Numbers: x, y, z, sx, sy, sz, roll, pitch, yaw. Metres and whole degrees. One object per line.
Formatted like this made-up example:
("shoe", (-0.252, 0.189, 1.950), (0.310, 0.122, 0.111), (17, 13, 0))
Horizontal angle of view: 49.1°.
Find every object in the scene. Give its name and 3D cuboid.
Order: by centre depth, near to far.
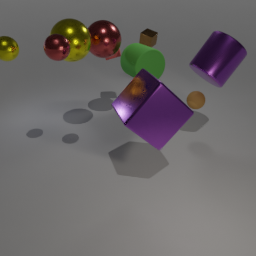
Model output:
("ball", (-1.889, -2.144, 7.463), (0.700, 0.700, 0.700), (0, 30, 0))
("cube", (0.632, -0.531, 7.703), (1.400, 1.400, 1.400), (36, 11, -30))
("ball", (-3.461, -2.251, 7.957), (0.700, 0.700, 0.700), (0, 30, 0))
("ball", (-1.923, -2.939, 9.425), (1.400, 1.400, 1.400), (0, 30, 0))
("cylinder", (3.084, -2.353, 9.675), (1.400, 1.400, 1.400), (35, 9, -6))
("ball", (2.581, -1.056, 10.642), (0.700, 0.700, 0.700), (0, 30, 0))
("ball", (-0.951, -3.407, 10.768), (1.400, 1.400, 1.400), (0, 30, 0))
("cylinder", (0.594, -2.703, 11.639), (1.400, 1.400, 1.400), (-15, 31, -24))
("cube", (-0.760, -3.560, 12.478), (0.700, 0.700, 0.700), (-15, 40, 6))
("cube", (1.089, -4.766, 14.937), (0.700, 0.700, 0.700), (29, 51, 20))
